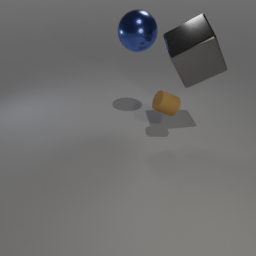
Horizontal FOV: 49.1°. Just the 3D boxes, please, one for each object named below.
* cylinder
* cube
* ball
[{"bbox_3d":[1.281,-0.833,9.406,0.700,0.700,0.700,19,22,-23],"label":"cylinder"},{"bbox_3d":[2.116,-2.422,8.898,1.400,1.400,1.400,-23,45,19],"label":"cube"},{"bbox_3d":[0.336,-3.373,9.774,1.400,1.400,1.400,0,29,0],"label":"ball"}]
